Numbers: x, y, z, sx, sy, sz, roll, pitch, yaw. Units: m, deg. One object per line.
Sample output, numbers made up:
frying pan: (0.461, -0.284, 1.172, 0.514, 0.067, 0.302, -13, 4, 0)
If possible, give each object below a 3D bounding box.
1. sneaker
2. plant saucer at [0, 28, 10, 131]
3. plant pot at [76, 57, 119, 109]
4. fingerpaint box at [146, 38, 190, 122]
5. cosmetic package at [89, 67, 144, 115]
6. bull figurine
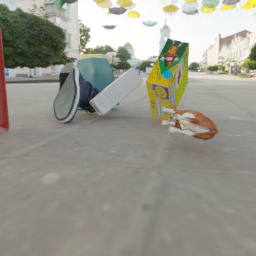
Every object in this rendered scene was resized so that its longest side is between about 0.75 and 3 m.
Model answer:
sneaker: (-1.471, -0.768, 8.909, 0.895, 1.700, 2.353, -20, 46, 20)
plant saucer: (-3.332, -1.416, 5.685, 0.513, 2.791, 2.796, -8, -7, 0)
plant pot: (-1.327, -1.768, 11.042, 1.340, 1.896, 1.339, 0, 7, 37)
fingerpaint box: (1.122, -1.260, 7.698, 0.648, 1.474, 1.767, 19, -21, 19)
cosmetic package: (-0.380, -1.132, 8.807, 1.649, 0.587, 0.836, -40, 10, -11)
bull figurine: (1.094, -0.106, 5.155, 0.861, 0.462, 1.419, 8, 6, -10)
